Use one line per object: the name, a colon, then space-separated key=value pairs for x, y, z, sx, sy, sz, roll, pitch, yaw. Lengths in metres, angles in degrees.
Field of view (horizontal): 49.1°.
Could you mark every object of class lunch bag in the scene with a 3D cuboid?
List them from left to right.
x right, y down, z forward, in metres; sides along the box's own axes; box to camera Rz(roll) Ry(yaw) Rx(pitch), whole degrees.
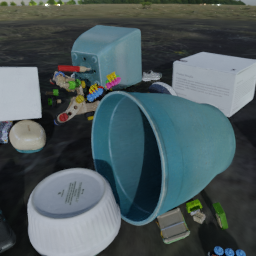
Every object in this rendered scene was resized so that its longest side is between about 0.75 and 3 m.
lunch bag: x=-4.516 y=0.095 z=9.570 sx=0.969 sy=0.616 sz=0.822 roll=6 pitch=27 yaw=-11

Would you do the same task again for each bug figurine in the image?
bug figurine: x=-1.084 y=-1.750 z=12.066 sx=1.772 sy=0.588 sz=2.285 roll=-34 pitch=13 yaw=4

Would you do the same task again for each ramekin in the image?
ramekin: x=-1.173 y=1.679 z=5.931 sx=1.997 sy=0.930 sz=1.997 roll=-4 pitch=29 yaw=2

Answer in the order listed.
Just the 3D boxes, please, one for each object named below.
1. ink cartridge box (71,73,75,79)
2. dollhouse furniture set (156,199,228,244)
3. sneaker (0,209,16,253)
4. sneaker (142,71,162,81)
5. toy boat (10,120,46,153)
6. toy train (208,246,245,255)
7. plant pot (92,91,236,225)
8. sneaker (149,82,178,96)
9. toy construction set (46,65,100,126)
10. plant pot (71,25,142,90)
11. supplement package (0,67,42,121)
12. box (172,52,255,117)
ink cartridge box: x=-2.772 y=-2.905 z=15.717 sx=0.591 sy=0.341 sz=0.814 roll=5 pitch=27 yaw=9
dollhouse furniture set: x=1.381 y=2.085 z=6.094 sx=1.439 sy=0.556 sz=0.719 roll=-20 pitch=36 yaw=2
sneaker: x=-2.981 y=1.916 z=5.897 sx=1.788 sy=0.709 sz=0.674 roll=25 pitch=34 yaw=37
sneaker: x=1.371 y=-2.961 z=15.620 sx=1.297 sy=0.532 sz=0.485 roll=-17 pitch=32 yaw=-30
toy boat: x=-3.602 y=0.348 z=8.986 sx=1.849 sy=0.859 sz=1.554 roll=-2 pitch=30 yaw=-20
toy train: x=1.880 y=2.493 z=5.203 sx=0.753 sy=0.327 sz=0.430 roll=6 pitch=36 yaw=7
plant pot: x=0.947 y=0.484 z=6.694 sx=2.683 sy=2.855 sz=2.855 roll=-8 pitch=27 yaw=-33
sneaker: x=0.943 y=-0.657 z=10.079 sx=1.937 sy=1.019 sz=2.681 roll=-14 pitch=48 yaw=-23
toy construction set: x=-1.796 y=-1.294 z=10.310 sx=1.869 sy=2.433 sz=2.029 roll=-5 pitch=60 yaw=-26
plant pot: x=-1.239 y=-3.387 z=14.161 sx=2.827 sy=2.820 sz=2.880 roll=16 pitch=36 yaw=28
supplement package: x=-4.178 y=-1.315 z=10.213 sx=1.746 sy=1.740 sz=2.976 roll=-5 pitch=12 yaw=-19
box: x=3.840 y=-2.072 z=12.400 sx=2.826 sy=1.857 sz=2.841 roll=21 pitch=34 yaw=36
